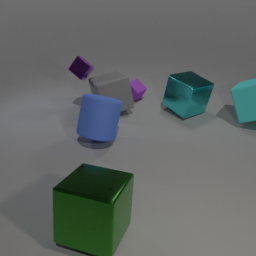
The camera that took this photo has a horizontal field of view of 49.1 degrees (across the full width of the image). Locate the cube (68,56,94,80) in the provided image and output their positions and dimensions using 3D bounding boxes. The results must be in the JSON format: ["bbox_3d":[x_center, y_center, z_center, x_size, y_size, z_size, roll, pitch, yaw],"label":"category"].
[{"bbox_3d":[-1.924,-2.462,11.559,0.700,0.700,0.700,40,10,0],"label":"cube"}]

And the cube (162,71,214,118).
[{"bbox_3d":[2.540,-1.457,11.979,1.400,1.400,1.400,-16,42,-34],"label":"cube"}]

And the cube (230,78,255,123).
[{"bbox_3d":[5.037,-1.148,10.948,1.400,1.400,1.400,-11,13,38],"label":"cube"}]

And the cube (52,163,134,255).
[{"bbox_3d":[-0.758,1.816,6.453,1.400,1.400,1.400,9,18,16],"label":"cube"}]

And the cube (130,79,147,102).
[{"bbox_3d":[0.321,-1.772,13.230,0.700,0.700,0.700,49,48,12],"label":"cube"}]

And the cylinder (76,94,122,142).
[{"bbox_3d":[-1.020,-0.389,9.910,1.400,1.400,1.400,12,11,-2],"label":"cylinder"}]

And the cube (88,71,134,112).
[{"bbox_3d":[-0.725,-1.501,12.000,1.400,1.400,1.400,-19,27,-15],"label":"cube"}]
